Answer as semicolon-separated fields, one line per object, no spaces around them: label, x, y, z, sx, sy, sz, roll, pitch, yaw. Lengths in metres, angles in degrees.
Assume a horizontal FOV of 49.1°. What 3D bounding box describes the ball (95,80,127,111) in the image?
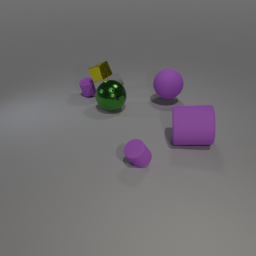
ball;-0.755;-1.447;12.512;1.400;1.400;1.400;0;29;0

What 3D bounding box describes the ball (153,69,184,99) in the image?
ball;1.877;-2.057;13.056;1.400;1.400;1.400;0;29;0

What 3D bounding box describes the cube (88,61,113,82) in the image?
cube;-1.287;-2.631;13.070;0.700;0.700;0.700;-4;27;45

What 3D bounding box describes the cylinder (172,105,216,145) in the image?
cylinder;2.298;-0.099;9.975;1.400;1.400;1.400;-1;29;9

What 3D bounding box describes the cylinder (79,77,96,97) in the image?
cylinder;-2.016;-2.051;14.022;0.700;0.700;0.700;-8;44;8

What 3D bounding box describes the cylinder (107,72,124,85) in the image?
cylinder;-0.660;-2.427;14.515;0.700;0.700;0.700;-23;32;-1

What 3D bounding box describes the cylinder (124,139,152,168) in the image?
cylinder;0.324;0.813;8.981;0.700;0.700;0.700;-15;52;20
